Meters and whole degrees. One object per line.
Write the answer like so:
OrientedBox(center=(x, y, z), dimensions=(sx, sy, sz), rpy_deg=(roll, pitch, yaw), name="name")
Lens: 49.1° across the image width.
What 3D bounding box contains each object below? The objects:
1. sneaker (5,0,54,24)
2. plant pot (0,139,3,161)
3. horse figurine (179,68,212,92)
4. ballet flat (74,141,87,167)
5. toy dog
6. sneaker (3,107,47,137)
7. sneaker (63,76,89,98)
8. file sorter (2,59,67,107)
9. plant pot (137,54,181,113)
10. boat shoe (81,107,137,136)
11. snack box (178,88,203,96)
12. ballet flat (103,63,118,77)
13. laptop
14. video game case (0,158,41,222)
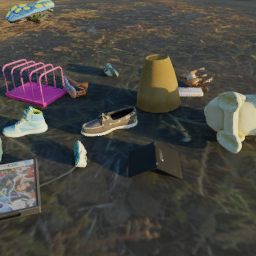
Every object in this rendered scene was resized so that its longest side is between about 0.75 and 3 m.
OrientedBox(center=(-3.576, -4.203, 10.439), dimensions=(0.687, 0.803, 1.937), rpy_deg=(41, 52, 18), name="sneaker")
OrientedBox(center=(-4.633, 0.757, 8.990), dimensions=(1.038, 1.016, 1.019), rpy_deg=(0, 31, -17), name="plant pot")
OrientedBox(center=(3.533, -2.561, 14.638), dimensions=(1.377, 0.518, 2.077), rpy_deg=(-12, 38, 3), name="horse figurine")
OrientedBox(center=(-1.581, 0.902, 9.357), dimensions=(0.428, 0.428, 1.194), rpy_deg=(-5, 35, -8), name="ballet flat")
OrientedBox(center=(4.561, -0.425, 10.269), dimensions=(2.935, 2.048, 2.846), rpy_deg=(-9, 6, -14), name="toy dog")
OrientedBox(center=(-3.937, -0.277, 10.522), dimensions=(1.605, 1.048, 0.638), rpy_deg=(-11, 34, -16), name="sneaker")
OrientedBox(center=(-2.556, -2.075, 13.890), dimensions=(1.015, 0.703, 1.811), rpy_deg=(-14, 45, -29), name="sneaker")
OrientedBox(center=(-4.436, -2.241, 13.248), dimensions=(2.396, 1.502, 1.665), rpy_deg=(15, 35, 23), name="file sorter")
OrientedBox(center=(1.314, -2.031, 12.177), dimensions=(1.971, 2.115, 1.971), rpy_deg=(-3, 29, 2), name="plant pot")
OrientedBox(center=(-0.716, -0.280, 10.858), dimensions=(2.320, 0.691, 0.834), rpy_deg=(-13, 34, -20), name="boat shoe")
OrientedBox(center=(2.750, -1.771, 13.713), dimensions=(1.712, 0.208, 0.615), rpy_deg=(0, 32, 0), name="snack box")
OrientedBox(center=(-1.006, -3.166, 15.793), dimensions=(0.534, 0.565, 1.678), rpy_deg=(-33, 36, 0), name="ballet flat")
OrientedBox(center=(0.857, 1.175, 9.118), dimensions=(1.469, 0.851, 1.376), rpy_deg=(25, 30, -14), name="laptop")
OrientedBox(center=(-3.550, 1.759, 7.978), dimensions=(1.952, 0.275, 2.161), rpy_deg=(-9, 33, -15), name="video game case")
